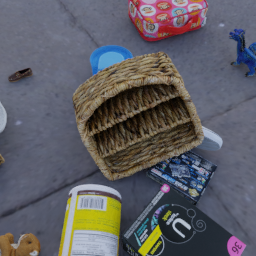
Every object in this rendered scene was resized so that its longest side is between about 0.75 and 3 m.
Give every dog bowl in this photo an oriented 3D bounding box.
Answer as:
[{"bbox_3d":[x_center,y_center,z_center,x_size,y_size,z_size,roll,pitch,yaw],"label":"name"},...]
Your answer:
[{"bbox_3d":[-0.558,-1.683,9.476,1.478,0.657,2.651,0,55,-1],"label":"dog bowl"}]

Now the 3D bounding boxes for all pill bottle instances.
[{"bbox_3d":[-0.857,2.605,6.325,1.312,1.312,2.401,3,58,2],"label":"pill bottle"}]

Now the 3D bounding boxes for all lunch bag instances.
[{"bbox_3d":[1.633,-4.597,11.087,2.872,1.176,2.529,-19,59,-12],"label":"lunch bag"}]

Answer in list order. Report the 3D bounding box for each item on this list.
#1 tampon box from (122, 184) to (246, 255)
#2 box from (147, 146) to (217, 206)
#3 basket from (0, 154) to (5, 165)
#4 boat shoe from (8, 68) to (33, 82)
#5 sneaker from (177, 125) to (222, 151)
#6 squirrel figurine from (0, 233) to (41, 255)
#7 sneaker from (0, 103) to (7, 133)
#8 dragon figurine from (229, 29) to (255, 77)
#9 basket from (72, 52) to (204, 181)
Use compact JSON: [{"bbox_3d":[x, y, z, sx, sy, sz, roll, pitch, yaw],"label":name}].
[{"bbox_3d":[1.144,2.661,6.279,2.106,1.329,1.578,35,63,20],"label":"tampon box"},{"bbox_3d":[1.500,1.204,7.802,1.567,0.360,1.245,29,61,17],"label":"box"},{"bbox_3d":[-4.926,0.461,7.477,2.412,1.721,1.796,37,63,22],"label":"basket"},{"bbox_3d":[-3.814,-1.900,9.863,0.871,0.306,0.307,-25,68,-14],"label":"boat shoe"},{"bbox_3d":[1.705,-0.137,8.340,2.394,0.874,0.847,25,64,19],"label":"sneaker"},{"bbox_3d":[-2.619,3.085,6.393,1.272,0.964,1.362,-10,71,-19],"label":"squirrel figurine"},{"bbox_3d":[-4.065,-0.392,8.637,0.628,0.696,1.699,-14,54,-18],"label":"sneaker"},{"bbox_3d":[4.330,-2.478,9.713,0.700,1.182,2.377,-30,62,-18],"label":"dragon figurine"},{"bbox_3d":[0.183,-0.324,7.303,2.964,2.115,2.208,-23,57,10],"label":"basket"}]
